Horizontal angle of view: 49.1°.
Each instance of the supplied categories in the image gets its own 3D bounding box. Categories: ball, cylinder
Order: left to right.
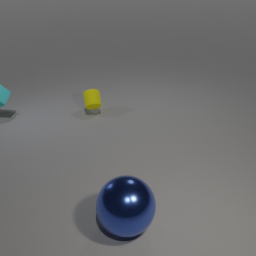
[{"bbox_3d":[-1.549,-1.243,12.201,0.700,0.700,0.700,-10,-15,-3],"label":"cylinder"},{"bbox_3d":[-0.046,1.817,6.572,1.400,1.400,1.400,0,29,0],"label":"ball"}]

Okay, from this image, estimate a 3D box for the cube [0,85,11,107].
[{"bbox_3d":[-5.448,-1.318,11.622,0.700,0.700,0.700,-17,47,34],"label":"cube"}]
